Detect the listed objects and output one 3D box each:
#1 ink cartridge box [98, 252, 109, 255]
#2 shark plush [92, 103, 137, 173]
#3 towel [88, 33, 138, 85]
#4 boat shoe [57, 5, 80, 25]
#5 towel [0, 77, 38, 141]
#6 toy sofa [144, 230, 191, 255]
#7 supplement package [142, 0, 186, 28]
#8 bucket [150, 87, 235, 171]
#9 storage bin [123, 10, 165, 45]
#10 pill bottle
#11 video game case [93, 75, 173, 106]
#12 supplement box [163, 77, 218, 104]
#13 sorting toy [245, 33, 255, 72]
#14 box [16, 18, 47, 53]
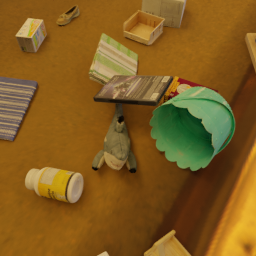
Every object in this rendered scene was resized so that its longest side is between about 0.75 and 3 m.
[{"bbox_3d":[-0.562,3.570,5.238,1.404,0.793,1.917,-10,47,-43],"label":"ink cartridge box"},{"bbox_3d":[-0.144,0.154,7.946,1.211,1.110,2.665,13,44,4],"label":"shark plush"},{"bbox_3d":[-0.444,-2.192,9.843,1.680,0.346,2.252,28,48,-23],"label":"towel"},{"bbox_3d":[-2.647,-4.966,12.318,0.473,0.408,1.297,34,60,23],"label":"boat shoe"},{"bbox_3d":[-4.196,-0.720,9.215,1.834,0.302,2.534,7,54,3],"label":"towel"},{"bbox_3d":[1.175,3.203,5.988,0.729,0.859,1.760,-16,50,-43],"label":"toy sofa"},{"bbox_3d":[1.603,-5.438,12.132,1.721,1.265,1.645,13,54,8],"label":"supplement package"},{"bbox_3d":[1.752,-0.041,7.586,2.078,2.078,1.352,35,53,24],"label":"bucket"},{"bbox_3d":[0.639,-4.131,11.563,1.281,0.600,1.272,27,57,18],"label":"storage bin"},{"bbox_3d":[-1.887,1.420,7.161,1.353,0.758,0.758,7,52,17],"label":"pill bottle"},{"bbox_3d":[0.160,-1.149,8.225,1.989,0.189,1.421,6,40,27],"label":"video game case"},{"bbox_3d":[1.979,-0.884,8.978,1.479,0.763,0.968,21,56,16],"label":"supplement box"},{"bbox_3d":[6.004,-2.959,10.486,2.501,0.876,2.516,2,53,2],"label":"sorting toy"},{"bbox_3d":[-3.827,-3.705,11.163,0.646,0.717,1.275,8,52,6],"label":"box"}]
